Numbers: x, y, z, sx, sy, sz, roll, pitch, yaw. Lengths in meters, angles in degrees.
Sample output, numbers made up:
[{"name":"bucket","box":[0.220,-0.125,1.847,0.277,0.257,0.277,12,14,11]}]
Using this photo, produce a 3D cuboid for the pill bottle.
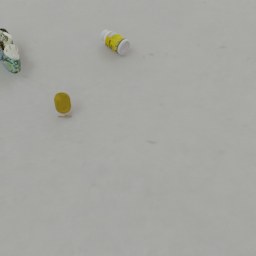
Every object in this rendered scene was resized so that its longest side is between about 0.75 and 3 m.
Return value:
[{"name":"pill bottle","box":[-0.511,-3.262,10.556,1.083,0.609,0.609,37,65,23]}]

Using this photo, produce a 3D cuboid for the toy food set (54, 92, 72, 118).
[{"name":"toy food set","box":[-2.077,-0.752,8.944,0.502,0.852,0.278,-8,22,-12]}]

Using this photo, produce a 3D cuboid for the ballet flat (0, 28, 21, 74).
[{"name":"ballet flat","box":[-4.276,-2.828,9.950,0.768,0.768,2.069,-27,63,-16]}]
